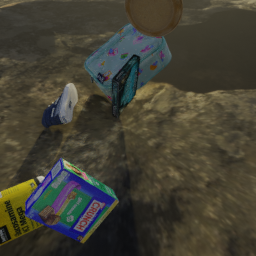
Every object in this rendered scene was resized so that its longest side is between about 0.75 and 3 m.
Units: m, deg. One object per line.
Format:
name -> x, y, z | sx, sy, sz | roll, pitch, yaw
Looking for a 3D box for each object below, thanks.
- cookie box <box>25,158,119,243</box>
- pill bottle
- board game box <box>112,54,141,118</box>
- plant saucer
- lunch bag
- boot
cookie box -> -0.952, 1.272, 4.831 | 1.033, 1.207, 0.454 | -51, 26, 5
pill bottle -> -2.191, 1.597, 5.190 | 1.607, 0.903, 0.903 | -21, 43, -26
board game box -> -0.073, -1.097, 7.661 | 0.223, 1.581, 1.069 | 29, 62, 14
plant saucer -> 0.576, -2.745, 6.394 | 1.366, 1.366, 0.242 | -8, 6, -9
lunch bag -> -0.121, -2.247, 9.268 | 2.638, 1.017, 2.116 | -39, 54, -2
boot -> -2.041, -0.716, 8.370 | 0.786, 0.633, 1.741 | -14, 36, 12
